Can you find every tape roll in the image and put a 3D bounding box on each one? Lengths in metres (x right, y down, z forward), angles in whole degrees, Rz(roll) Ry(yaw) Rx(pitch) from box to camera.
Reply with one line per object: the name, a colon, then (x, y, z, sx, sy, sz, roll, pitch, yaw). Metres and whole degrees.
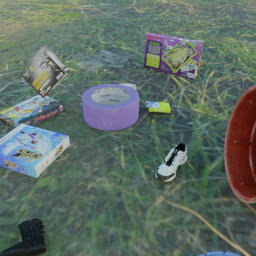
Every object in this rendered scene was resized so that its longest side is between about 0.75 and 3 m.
tape roll: (-0.638, -0.831, 10.497, 2.097, 0.891, 2.097, 0, 34, 0)

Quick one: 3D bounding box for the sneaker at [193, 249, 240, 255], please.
sneaker: (1.945, 2.805, 4.823, 2.730, 1.028, 1.071, -3, 38, -1)

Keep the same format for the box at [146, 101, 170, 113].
box: (1.157, -0.818, 10.896, 0.909, 0.217, 0.554, 3, 28, -2)

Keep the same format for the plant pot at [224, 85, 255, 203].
plant pot: (4.336, 0.539, 6.919, 2.803, 2.882, 2.882, 8, 33, -4)

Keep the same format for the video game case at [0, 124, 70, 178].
video game case: (-3.083, 0.618, 8.676, 1.893, 0.430, 1.715, 13, 36, 19)

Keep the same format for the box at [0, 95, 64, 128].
box: (-3.620, -0.622, 10.640, 1.344, 0.371, 1.967, 22, 39, 30)

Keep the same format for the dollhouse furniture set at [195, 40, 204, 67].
dollhouse furniture set: (3.589, -4.061, 15.213, 0.832, 1.187, 0.837, 8, 34, 13)

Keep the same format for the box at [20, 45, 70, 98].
box: (-2.371, -1.577, 7.962, 0.954, 1.205, 0.291, 47, 30, -10)

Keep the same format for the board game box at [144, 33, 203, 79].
board game box: (2.161, -3.652, 14.061, 2.945, 1.768, 0.476, 22, 39, 29)

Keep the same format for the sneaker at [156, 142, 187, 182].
sneaker: (1.250, 0.941, 8.037, 0.555, 0.602, 1.505, 20, 39, 25)

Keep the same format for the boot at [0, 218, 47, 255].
boot: (-2.232, 2.380, 6.016, 0.977, 0.361, 0.800, -6, 35, -23)

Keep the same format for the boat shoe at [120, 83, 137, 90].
boat shoe: (-0.274, -1.732, 12.372, 1.280, 0.447, 0.456, -8, 25, -21)
